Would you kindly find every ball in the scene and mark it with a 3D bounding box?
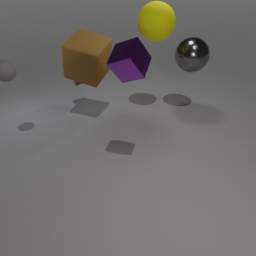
[{"bbox_3d":[1.046,-3.921,10.339,1.400,1.400,1.400,0,29,0],"label":"ball"},{"bbox_3d":[-3.889,-1.805,8.843,0.700,0.700,0.700,0,29,0],"label":"ball"},{"bbox_3d":[2.622,-2.984,11.455,1.400,1.400,1.400,0,29,0],"label":"ball"}]

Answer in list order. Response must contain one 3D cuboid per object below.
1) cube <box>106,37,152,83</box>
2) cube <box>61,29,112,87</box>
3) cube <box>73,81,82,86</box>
[{"bbox_3d":[0.039,-1.606,6.695,0.700,0.700,0.700,-5,54,37],"label":"cube"},{"bbox_3d":[-1.526,-2.637,10.574,1.400,1.400,1.400,19,48,10],"label":"cube"},{"bbox_3d":[-2.051,-2.331,11.908,0.700,0.700,0.700,-26,-7,-17],"label":"cube"}]
